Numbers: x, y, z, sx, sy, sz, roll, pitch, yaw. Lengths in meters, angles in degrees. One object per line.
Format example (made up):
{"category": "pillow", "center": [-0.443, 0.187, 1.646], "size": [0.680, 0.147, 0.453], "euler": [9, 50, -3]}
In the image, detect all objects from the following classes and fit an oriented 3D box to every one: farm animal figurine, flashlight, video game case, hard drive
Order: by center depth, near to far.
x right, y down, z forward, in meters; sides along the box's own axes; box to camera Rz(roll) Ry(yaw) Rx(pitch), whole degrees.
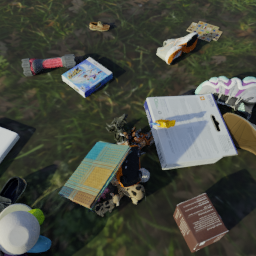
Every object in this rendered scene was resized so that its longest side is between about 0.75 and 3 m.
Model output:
{"category": "farm animal figurine", "center": [-0.248, 1.956, 8.934], "size": [1.765, 0.930, 1.785], "euler": [7, 55, 5]}
{"category": "hard drive", "center": [-5.310, 0.975, 10.003], "size": [1.644, 0.333, 2.493], "euler": [19, 57, 13]}
{"category": "video game case", "center": [-1.777, -2.257, 12.276], "size": [1.495, 0.375, 1.650], "euler": [37, 63, 24]}
{"category": "flashlight", "center": [-3.479, -2.825, 12.463], "size": [2.293, 0.779, 0.776], "euler": [-9, 82, -8]}

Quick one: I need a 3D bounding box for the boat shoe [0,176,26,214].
{"category": "boat shoe", "center": [-3.915, 2.382, 8.842], "size": [0.728, 0.607, 1.952], "euler": [18, 58, 10]}

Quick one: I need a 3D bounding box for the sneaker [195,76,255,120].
{"category": "sneaker", "center": [4.183, -1.068, 10.998], "size": [2.763, 1.074, 1.933], "euler": [-8, 54, -5]}

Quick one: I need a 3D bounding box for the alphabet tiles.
{"category": "alphabet tiles", "center": [3.937, -4.973, 14.406], "size": [1.650, 0.052, 1.373], "euler": [26, 59, 17]}

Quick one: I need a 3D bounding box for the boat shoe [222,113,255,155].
{"category": "boat shoe", "center": [4.571, 0.374, 10.182], "size": [2.659, 0.959, 0.864], "euler": [40, 27, 30]}

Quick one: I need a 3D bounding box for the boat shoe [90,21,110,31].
{"category": "boat shoe", "center": [-1.465, -5.238, 14.385], "size": [1.051, 0.388, 0.398], "euler": [1, 55, 1]}

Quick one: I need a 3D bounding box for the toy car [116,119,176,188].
{"category": "toy car", "center": [0.506, 0.754, 9.200], "size": [2.679, 1.314, 0.891], "euler": [-32, 24, -31]}

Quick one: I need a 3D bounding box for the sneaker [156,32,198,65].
{"category": "sneaker", "center": [2.327, -3.970, 13.217], "size": [2.393, 0.906, 1.101], "euler": [-38, 59, -25]}

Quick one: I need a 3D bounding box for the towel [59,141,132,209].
{"category": "towel", "center": [-0.923, 1.240, 7.947], "size": [1.483, 0.219, 2.022], "euler": [7, 52, 44]}

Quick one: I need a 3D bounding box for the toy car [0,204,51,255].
{"category": "toy car", "center": [-3.232, 3.343, 7.498], "size": [2.555, 2.236, 1.916], "euler": [-33, 96, -24]}

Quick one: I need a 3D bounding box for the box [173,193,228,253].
{"category": "box", "center": [2.093, 2.798, 8.284], "size": [1.001, 1.011, 1.219], "euler": [-19, 57, -13]}

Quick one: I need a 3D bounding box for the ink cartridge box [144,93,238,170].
{"category": "ink cartridge box", "center": [2.228, 0.032, 10.266], "size": [2.775, 0.563, 2.769], "euler": [-5, 61, -15]}

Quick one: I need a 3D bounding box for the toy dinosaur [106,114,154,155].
{"category": "toy dinosaur", "center": [-0.122, 0.403, 10.042], "size": [2.222, 1.135, 1.508], "euler": [-10, 71, -33]}
